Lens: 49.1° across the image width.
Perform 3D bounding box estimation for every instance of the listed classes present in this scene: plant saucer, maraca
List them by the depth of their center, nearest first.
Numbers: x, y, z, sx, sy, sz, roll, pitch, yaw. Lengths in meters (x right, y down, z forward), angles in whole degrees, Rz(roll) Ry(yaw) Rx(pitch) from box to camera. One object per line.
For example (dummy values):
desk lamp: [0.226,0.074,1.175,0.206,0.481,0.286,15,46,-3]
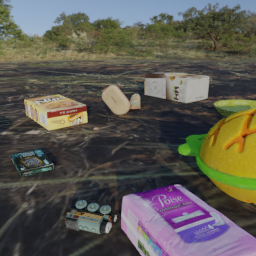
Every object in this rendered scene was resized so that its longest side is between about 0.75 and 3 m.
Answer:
maraca: [2.182,0.414,5.209,2.042,1.594,2.979,-15,15,-15]
plant saucer: [4.572,-0.686,10.817,2.437,0.379,2.437,0,17,0]

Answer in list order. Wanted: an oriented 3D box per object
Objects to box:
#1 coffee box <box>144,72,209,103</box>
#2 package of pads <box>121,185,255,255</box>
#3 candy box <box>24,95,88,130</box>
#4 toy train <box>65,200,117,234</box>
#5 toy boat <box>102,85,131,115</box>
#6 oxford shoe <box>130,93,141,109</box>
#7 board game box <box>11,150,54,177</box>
coffee box: [2.386,-2.139,14.220,1.669,1.164,2.919,-14,22,-38]
package of pads: [0.739,1.388,3.478,1.066,0.669,1.769,-5,18,-26]
candy box: [-2.647,-0.632,10.077,1.418,0.680,2.457,-13,22,-33]
toy train: [-0.568,1.366,4.224,0.768,0.327,0.438,7,31,16]
toy boat: [-0.400,-1.085,10.849,0.788,1.207,0.789,-38,0,19]
oxford shoe: [0.270,-1.152,12.008,0.542,0.566,1.532,0,17,2]
board game box: [-2.202,0.776,6.391,0.711,0.148,1.051,-10,19,-30]
